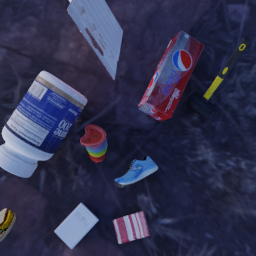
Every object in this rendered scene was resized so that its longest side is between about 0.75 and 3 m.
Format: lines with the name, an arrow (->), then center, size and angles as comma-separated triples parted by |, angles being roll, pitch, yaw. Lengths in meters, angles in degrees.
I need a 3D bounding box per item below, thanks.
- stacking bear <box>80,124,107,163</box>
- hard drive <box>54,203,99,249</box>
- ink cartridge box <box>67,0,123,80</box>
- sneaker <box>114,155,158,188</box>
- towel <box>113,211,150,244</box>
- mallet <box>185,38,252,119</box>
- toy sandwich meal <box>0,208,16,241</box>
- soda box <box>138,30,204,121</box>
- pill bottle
stacking bear -> -0.857, 0.523, 7.566 | 0.619, 1.089, 0.661 | 10, 52, 8
hard drive -> -1.436, 2.733, 7.848 | 0.698, 0.139, 1.059 | 43, 84, 6
ink cartridge box -> -0.931, -2.630, 7.288 | 0.632, 2.029, 2.522 | -17, 43, 24
sneaker -> 0.157, 1.191, 7.776 | 1.366, 0.535, 0.614 | -24, 80, -32
towel -> 0.084, 2.729, 7.676 | 0.925, 0.105, 0.666 | -19, 71, 10
mallet -> 2.371, -1.378, 7.623 | 0.806, 2.448, 0.504 | 34, 39, 18
toy sandwich meal -> -3.324, 2.553, 7.389 | 0.321, 0.938, 0.938 | 42, 82, -23
soda box -> 1.229, -1.465, 8.029 | 0.860, 0.779, 2.456 | 29, 78, -12
pill bottle -> -2.389, -0.064, 7.565 | 1.471, 1.471, 2.650 | 33, 89, 5
